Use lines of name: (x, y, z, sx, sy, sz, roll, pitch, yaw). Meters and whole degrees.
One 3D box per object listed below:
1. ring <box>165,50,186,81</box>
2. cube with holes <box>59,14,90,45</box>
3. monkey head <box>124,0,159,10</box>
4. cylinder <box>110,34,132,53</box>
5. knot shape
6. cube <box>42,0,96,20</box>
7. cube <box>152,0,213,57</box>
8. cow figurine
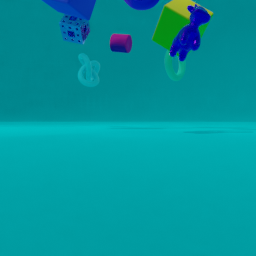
ring: (1.638, -2.224, 9.626, 0.242, 1.210, 1.210, 2, 2, 39)
cube with holes: (-1.783, -3.413, 9.479, 0.728, 0.728, 0.728, 14, -31, 9)
monkey head: (0.410, -2.449, 4.672, 1.083, 0.907, 1.505, 3, 24, 5)
cylinder: (-0.280, -3.454, 11.441, 0.720, 0.720, 0.720, 10, 5, 19)
knot shape: (-1.443, -2.044, 10.354, 0.587, 1.189, 1.271, -11, -27, 19)
cube: (-1.477, -3.528, 7.043, 1.075, 1.075, 1.075, 22, 7, 19)
cube: (1.576, -2.943, 8.158, 1.128, 1.128, 1.128, 35, 49, 11)
cow figurine: (1.217, -1.901, 5.533, 0.514, 0.922, 0.937, 22, -26, -16)
